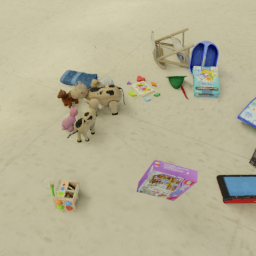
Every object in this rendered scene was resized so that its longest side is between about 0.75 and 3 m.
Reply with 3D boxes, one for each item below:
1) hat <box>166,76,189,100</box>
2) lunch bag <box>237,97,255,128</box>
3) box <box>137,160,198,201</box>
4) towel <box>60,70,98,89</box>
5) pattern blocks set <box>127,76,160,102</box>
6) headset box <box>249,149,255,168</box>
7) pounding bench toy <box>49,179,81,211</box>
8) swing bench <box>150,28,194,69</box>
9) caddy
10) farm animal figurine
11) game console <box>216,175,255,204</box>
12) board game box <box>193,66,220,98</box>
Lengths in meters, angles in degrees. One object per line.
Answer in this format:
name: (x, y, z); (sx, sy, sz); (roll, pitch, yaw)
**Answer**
hat: (2.177, -1.799, 12.540); (0.982, 1.044, 1.186); (-1, 8, 6)
lunch bag: (4.951, -0.387, 10.469); (1.238, 0.928, 1.456); (33, 43, 30)
box: (0.904, 1.326, 6.858); (1.051, 1.536, 0.300); (16, 57, -5)
towel: (-2.225, -2.244, 12.786); (1.620, 0.393, 0.904); (14, 46, 13)
pattern blocks set: (0.656, -1.769, 12.479); (1.456, 0.134, 1.656); (-34, 54, -30)
headset box: (4.438, 0.959, 9.004); (0.373, 0.994, 0.739); (-27, 51, -26)
pounding bench toy: (-1.965, 1.979, 8.227); (0.966, 0.600, 0.753); (5, 45, 6)
swing bench: (2.152, -3.952, 13.987); (1.963, 1.274, 1.953); (-4, 44, 5)
caddy: (3.486, -3.145, 12.882); (1.215, 1.718, 0.902); (9, 27, 11)
farm animal figurine: (-1.417, -1.029, 10.734); (2.780, 1.466, 2.811); (-19, 47, -19)
game console: (3.629, 1.730, 8.281); (1.611, 1.389, 0.956); (-1, 70, 0)
board game box: (3.405, -2.037, 12.270); (1.058, 0.329, 1.401); (3, 65, 3)
